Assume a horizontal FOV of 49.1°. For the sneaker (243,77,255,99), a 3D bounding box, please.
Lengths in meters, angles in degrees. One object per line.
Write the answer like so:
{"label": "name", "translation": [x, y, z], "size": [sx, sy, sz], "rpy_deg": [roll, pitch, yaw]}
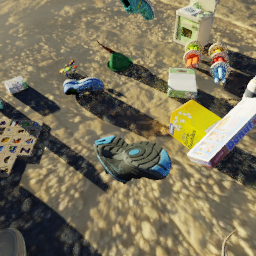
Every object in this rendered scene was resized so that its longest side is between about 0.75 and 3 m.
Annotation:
{"label": "sneaker", "translation": [5.805, -1.680, 10.846], "size": [2.828, 1.123, 1.109], "rpy_deg": [-20, 47, -21]}

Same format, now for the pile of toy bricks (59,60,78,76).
{"label": "pile of toy bricks", "translation": [-2.633, -2.579, 12.289], "size": [0.409, 0.460, 0.828], "rpy_deg": [10, 56, 50]}

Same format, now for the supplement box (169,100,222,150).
{"label": "supplement box", "translation": [2.365, 0.109, 9.100], "size": [1.022, 1.016, 1.867], "rpy_deg": [-31, 53, -27]}

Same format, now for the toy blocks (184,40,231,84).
{"label": "toy blocks", "translation": [3.387, -2.802, 12.118], "size": [1.969, 0.858, 2.362], "rpy_deg": [8, 46, 7]}

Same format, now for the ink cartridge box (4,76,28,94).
{"label": "ink cartridge box", "translation": [-4.575, -1.758, 11.454], "size": [0.750, 0.328, 0.545], "rpy_deg": [-28, 52, -24]}

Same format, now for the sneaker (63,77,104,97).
{"label": "sneaker", "translation": [-1.745, -1.533, 11.114], "size": [1.642, 0.645, 0.732], "rpy_deg": [-7, 54, 3]}

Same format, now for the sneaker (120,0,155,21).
{"label": "sneaker", "translation": [0.165, -4.047, 9.149], "size": [0.707, 1.823, 0.726], "rpy_deg": [15, 82, 47]}

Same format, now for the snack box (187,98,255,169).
{"label": "snack box", "translation": [2.203, 0.048, 6.055], "size": [2.018, 0.245, 0.726], "rpy_deg": [-41, 21, -14]}

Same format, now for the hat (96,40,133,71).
{"label": "hat", "translation": [-0.489, -3.304, 12.319], "size": [1.375, 1.210, 1.139], "rpy_deg": [-21, 47, -14]}

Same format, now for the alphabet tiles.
{"label": "alphabet tiles", "translation": [-4.132, 0.573, 9.308], "size": [2.042, 0.092, 2.443], "rpy_deg": [3, 45, 2]}

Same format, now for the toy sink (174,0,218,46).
{"label": "toy sink", "translation": [3.167, -5.111, 13.467], "size": [1.229, 2.193, 1.430], "rpy_deg": [-34, 55, -30]}

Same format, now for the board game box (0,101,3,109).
{"label": "board game box", "translation": [-5.168, -1.338, 10.674], "size": [0.250, 0.845, 1.111], "rpy_deg": [-26, 50, -24]}

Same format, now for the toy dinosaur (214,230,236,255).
{"label": "toy dinosaur", "translation": [2.290, 3.158, 6.590], "size": [0.809, 0.460, 1.523], "rpy_deg": [16, 46, -19]}

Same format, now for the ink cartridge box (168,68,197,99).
{"label": "ink cartridge box", "translation": [2.217, -1.868, 11.527], "size": [1.127, 0.371, 1.549], "rpy_deg": [4, 45, 4]}

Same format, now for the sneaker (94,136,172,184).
{"label": "sneaker", "translation": [0.120, 0.796, 6.252], "size": [0.837, 0.936, 2.286], "rpy_deg": [-24, 22, -31]}

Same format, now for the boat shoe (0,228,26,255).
{"label": "boat shoe", "translation": [-2.897, 3.376, 5.927], "size": [1.005, 0.905, 2.786], "rpy_deg": [1, 45, 1]}
